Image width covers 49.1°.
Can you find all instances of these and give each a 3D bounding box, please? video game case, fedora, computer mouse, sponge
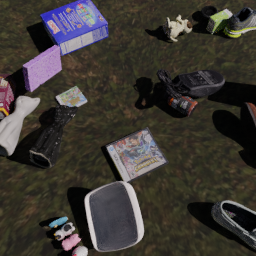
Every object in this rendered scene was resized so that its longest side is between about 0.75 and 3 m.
[{"bbox_3d":[0.289,0.920,9.617,1.671,0.213,1.510,-24,64,-12],"label":"video game case"},{"bbox_3d":[-2.170,-1.101,10.741,0.927,0.102,0.844,-31,67,-15],"label":"video game case"},{"bbox_3d":[3.678,-5.193,12.741,0.796,0.364,0.796,0,62,0],"label":"fedora"},{"bbox_3d":[2.415,-1.625,10.597,2.533,0.668,1.754,-8,45,-15],"label":"computer mouse"},{"bbox_3d":[-3.137,-2.241,10.411,0.278,1.038,1.861,23,45,14],"label":"sponge"}]

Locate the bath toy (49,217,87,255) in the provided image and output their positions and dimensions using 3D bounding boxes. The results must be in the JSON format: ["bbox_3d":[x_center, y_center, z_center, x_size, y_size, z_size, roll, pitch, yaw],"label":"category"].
[{"bbox_3d":[-1.755,3.300,8.209,0.599,0.509,1.378,-48,67,15],"label":"bath toy"}]

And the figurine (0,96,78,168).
[{"bbox_3d":[-3.283,-0.096,9.802,2.511,1.081,2.450,14,56,8],"label":"figurine"}]

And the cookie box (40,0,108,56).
[{"bbox_3d":[-2.286,-4.388,12.035,2.272,0.854,1.944,-26,65,-13],"label":"cookie box"}]

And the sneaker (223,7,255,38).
[{"bbox_3d":[5.318,-4.797,12.181,2.421,0.980,0.894,-30,66,-15],"label":"sneaker"}]

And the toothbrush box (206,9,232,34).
[{"bbox_3d":[3.993,-4.657,12.276,0.948,0.690,0.408,-28,66,-13],"label":"toothbrush box"}]

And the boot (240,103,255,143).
[{"bbox_3d":[5.540,-0.114,9.786,2.627,0.899,2.473,-18,64,-10],"label":"boot"}]

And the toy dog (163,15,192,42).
[{"bbox_3d":[2.214,-4.336,12.087,1.107,0.772,1.073,-14,72,-9],"label":"toy dog"}]

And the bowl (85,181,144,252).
[{"bbox_3d":[-0.334,2.510,8.077,1.785,0.666,1.782,-27,69,33],"label":"bowl"}]

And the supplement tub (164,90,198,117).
[{"bbox_3d":[1.924,-0.982,10.379,1.198,0.641,0.641,36,68,17],"label":"supplement tub"}]

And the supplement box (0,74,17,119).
[{"bbox_3d":[-4.821,-1.171,10.436,0.901,0.699,1.632,-1,62,-1],"label":"supplement box"}]

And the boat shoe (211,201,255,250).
[{"bbox_3d":[3.682,2.935,8.176,2.484,0.885,0.867,28,66,14],"label":"boat shoe"}]
